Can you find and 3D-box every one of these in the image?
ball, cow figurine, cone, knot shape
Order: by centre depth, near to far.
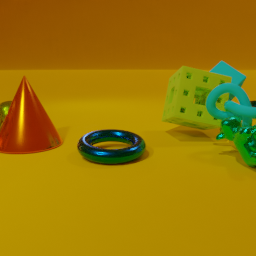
[{"bbox_3d":[2.003,0.237,4.856,0.554,1.009,0.993,-18,-14,-11],"label":"cow figurine"},{"bbox_3d":[2.186,-0.318,5.356,1.124,1.201,0.555,9,59,54],"label":"knot shape"},{"bbox_3d":[-2.138,-0.369,5.910,1.446,1.451,1.446,0,12,0],"label":"cone"},{"bbox_3d":[-2.886,-0.264,6.912,0.816,0.816,0.816,0,13,0],"label":"ball"}]

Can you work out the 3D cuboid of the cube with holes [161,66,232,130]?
[{"bbox_3d":[1.555,-0.641,6.569,1.129,1.129,1.129,12,-5,-5],"label":"cube with holes"}]

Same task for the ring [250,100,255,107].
[{"bbox_3d":[4.641,-0.637,9.339,1.830,0.366,1.830,-3,14,1],"label":"ring"}]

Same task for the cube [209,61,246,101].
[{"bbox_3d":[3.412,-1.540,10.263,1.090,1.090,1.090,-41,68,-18],"label":"cube"}]

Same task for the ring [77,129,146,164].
[{"bbox_3d":[-0.307,0.325,5.318,1.307,0.261,1.307,2,19,-1],"label":"ring"}]
